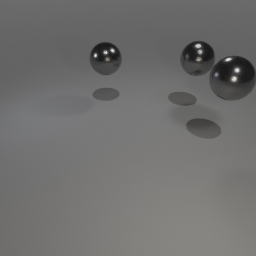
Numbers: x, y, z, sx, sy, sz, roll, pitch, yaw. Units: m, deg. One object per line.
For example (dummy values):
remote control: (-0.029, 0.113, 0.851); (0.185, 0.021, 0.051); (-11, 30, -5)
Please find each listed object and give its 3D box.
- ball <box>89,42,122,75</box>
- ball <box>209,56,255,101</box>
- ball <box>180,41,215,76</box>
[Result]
ball: (-0.963, -2.989, 12.099); (1.400, 1.400, 1.400); (0, 32, 0)
ball: (3.283, -1.558, 8.817); (1.400, 1.400, 1.400); (0, 32, 0)
ball: (2.845, -2.835, 11.464); (1.400, 1.400, 1.400); (0, 32, 0)
